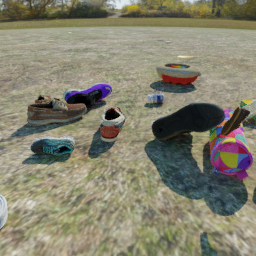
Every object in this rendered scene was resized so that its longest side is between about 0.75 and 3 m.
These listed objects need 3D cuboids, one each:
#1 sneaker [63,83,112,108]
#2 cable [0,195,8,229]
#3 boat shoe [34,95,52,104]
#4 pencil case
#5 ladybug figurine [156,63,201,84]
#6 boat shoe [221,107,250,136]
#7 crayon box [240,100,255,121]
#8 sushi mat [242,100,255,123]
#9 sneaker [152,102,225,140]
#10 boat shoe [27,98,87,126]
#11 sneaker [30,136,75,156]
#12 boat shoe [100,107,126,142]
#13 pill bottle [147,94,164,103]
[{"bbox_3d":[-1.791,-1.482,13.663,2.494,0.867,1.240,-17,34,-22],"label":"sneaker"},{"bbox_3d":[-3.566,2.065,6.558,1.405,0.487,1.406,-19,32,-37],"label":"cable"},{"bbox_3d":[-4.143,-1.368,13.709,0.524,0.497,1.384,3,26,7],"label":"boat shoe"},{"bbox_3d":[3.303,0.412,9.250,1.290,1.290,2.920,6,28,13],"label":"pencil case"},{"bbox_3d":[3.060,-3.318,17.184,2.804,1.009,1.903,14,29,27],"label":"ladybug figurine"},{"bbox_3d":[2.783,-0.119,7.278,0.344,0.979,0.345,16,46,-8],"label":"boat shoe"},{"bbox_3d":[5.844,-0.820,12.618,0.910,0.446,1.532,-3,26,-7],"label":"crayon box"},{"bbox_3d":[5.363,-0.806,12.060,1.939,0.117,0.927,-28,27,0],"label":"sushi mat"},{"bbox_3d":[2.322,-0.343,10.098,2.772,1.060,1.588,-22,0,44],"label":"sneaker"},{"bbox_3d":[-3.013,-0.782,11.983,2.574,0.924,0.975,-13,29,-26],"label":"boat shoe"},{"bbox_3d":[-2.517,0.650,9.463,1.506,0.584,0.687,-8,30,-13],"label":"sneaker"},{"bbox_3d":[-0.621,-0.391,11.289,0.953,0.837,2.677,0,24,5],"label":"boat shoe"},{"bbox_3d":[1.387,-1.473,13.984,0.789,0.457,0.457,-2,26,-4],"label":"pill bottle"}]
